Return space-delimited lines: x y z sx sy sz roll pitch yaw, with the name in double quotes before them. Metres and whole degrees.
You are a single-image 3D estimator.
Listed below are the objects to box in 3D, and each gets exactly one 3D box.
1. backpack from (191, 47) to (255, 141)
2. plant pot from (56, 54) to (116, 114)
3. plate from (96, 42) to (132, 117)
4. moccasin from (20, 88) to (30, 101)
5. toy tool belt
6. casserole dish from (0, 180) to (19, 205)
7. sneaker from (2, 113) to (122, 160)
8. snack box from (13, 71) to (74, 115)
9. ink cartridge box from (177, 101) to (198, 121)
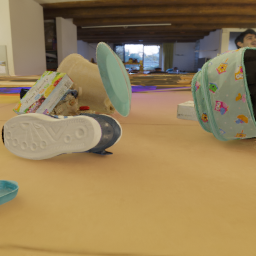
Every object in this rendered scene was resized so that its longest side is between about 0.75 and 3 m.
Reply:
"backpack" 3.154 -0.944 8.069 2.293 2.630 2.992 -8 5 34
"plant pot" -1.497 -1.704 12.202 2.361 2.579 2.579 18 19 20
"plate" -0.372 -1.478 8.585 0.302 2.361 2.361 -23 20 -16
"moccasin" -4.556 -1.885 15.449 2.649 0.903 1.066 -9 16 -33
"toy tool belt" -2.499 -1.107 10.722 2.498 1.535 1.560 4 13 25
"casserole dish" -2.278 1.124 4.518 0.641 0.205 1.058 9 16 34
"sneaker" -1.492 0.168 7.110 2.706 1.090 1.981 -3 -1 21
"snack box" -2.969 -1.121 9.826 1.365 0.509 1.920 14 62 42
"ink cartridge box" 2.689 -0.718 11.334 0.999 0.564 1.360 9 16 30
